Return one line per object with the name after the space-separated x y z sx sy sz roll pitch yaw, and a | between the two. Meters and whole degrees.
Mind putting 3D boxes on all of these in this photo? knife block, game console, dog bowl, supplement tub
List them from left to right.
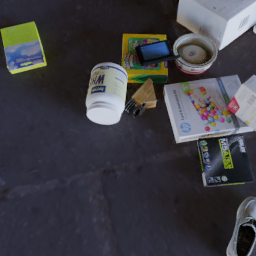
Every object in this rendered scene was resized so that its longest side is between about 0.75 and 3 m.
-0.714 -1.150 9.452 1.292 1.292 1.782 5 63 2 | supplement tub
0.364 -1.048 9.885 1.190 0.434 1.355 -6 64 -5 | knife block
1.022 -2.684 9.891 1.306 1.149 0.760 -15 103 -6 | game console
2.504 -2.782 10.694 1.683 0.621 1.683 0 63 0 | dog bowl

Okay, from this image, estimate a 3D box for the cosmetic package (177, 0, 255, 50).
3.676 -4.823 11.221 2.385 1.471 2.392 -38 63 -18 | cosmetic package

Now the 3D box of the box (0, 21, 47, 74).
-4.047 -3.063 10.876 1.382 0.540 2.267 -17 64 -9 | box

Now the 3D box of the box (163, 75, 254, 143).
2.764 -0.702 9.652 2.702 0.556 2.107 -9 63 -3 | box

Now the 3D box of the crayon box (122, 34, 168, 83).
0.611 -2.656 10.648 1.686 0.570 1.954 1 63 2 | crayon box

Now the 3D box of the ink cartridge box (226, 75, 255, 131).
4.070 -0.625 8.605 0.706 1.218 1.650 -37 70 -28 | ink cartridge box

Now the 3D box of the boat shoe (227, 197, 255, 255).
3.337 2.776 7.744 0.690 0.704 1.978 25 65 13 | boat shoe

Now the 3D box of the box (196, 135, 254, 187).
3.015 1.018 8.786 1.482 0.365 1.534 -5 69 0 | box

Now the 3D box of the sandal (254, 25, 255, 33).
6.361 -4.040 11.422 2.348 0.577 0.955 2 46 15 | sandal
